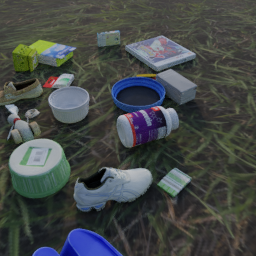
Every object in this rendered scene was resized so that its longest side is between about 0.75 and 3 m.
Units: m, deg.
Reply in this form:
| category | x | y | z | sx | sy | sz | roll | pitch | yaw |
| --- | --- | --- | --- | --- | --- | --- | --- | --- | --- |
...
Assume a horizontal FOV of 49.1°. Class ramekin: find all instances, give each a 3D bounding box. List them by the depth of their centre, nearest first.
| category | x | y | z | sx | sy | sz | roll | pitch | yaw |
| --- | --- | --- | --- | --- | --- | --- | --- | --- | --- |
| ramekin | -2.676 | 1.133 | 8.430 | 1.762 | 0.861 | 1.762 | 0 | 41 | 0 |
| ramekin | -2.225 | -0.858 | 10.797 | 1.525 | 0.800 | 1.525 | 0 | 41 | 0 |

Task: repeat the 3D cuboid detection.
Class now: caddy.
| category | x | y | z | sx | sy | sz | roll | pitch | yaw |
| --- | --- | --- | --- | --- | --- | --- | --- | --- | --- |
| caddy | -0.881 | 3.366 | 5.478 | 2.700 | 1.417 | 1.909 | 32 | 28 | 32 |

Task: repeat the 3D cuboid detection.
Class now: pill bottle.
| category | x | y | z | sx | sy | sz | roll | pitch | yaw |
| --- | --- | --- | --- | --- | --- | --- | --- | --- | --- |
| pill bottle | 0.689 | -0.093 | 9.658 | 1.999 | 1.124 | 1.124 | -16 | 43 | -17 |

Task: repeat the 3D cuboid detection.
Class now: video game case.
| category | x | y | z | sx | sy | sz | roll | pitch | yaw |
| --- | --- | --- | --- | --- | --- | --- | --- | --- | --- |
| video game case | 1.680 | -4.035 | 14.845 | 2.572 | 0.324 | 2.822 | -23 | 46 | -25 |

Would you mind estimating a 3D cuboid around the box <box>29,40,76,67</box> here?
| category | x | y | z | sx | sy | sz | roll | pitch | yaw |
| --- | --- | --- | --- | --- | --- | --- | --- | --- | --- |
| box | -4.000 | -3.855 | 14.442 | 2.375 | 0.566 | 1.448 | 16 | 43 | 18 |

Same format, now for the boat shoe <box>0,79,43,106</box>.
| category | x | y | z | sx | sy | sz | roll | pitch | yaw |
| --- | --- | --- | --- | --- | --- | --- | --- | --- | --- |
| boat shoe | -4.763 | -1.560 | 11.636 | 2.284 | 0.758 | 0.845 | -18 | 44 | -20 |

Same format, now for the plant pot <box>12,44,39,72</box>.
| category | x | y | z | sx | sy | sz | roll | pitch | yaw |
| --- | --- | --- | --- | --- | --- | --- | --- | --- | --- |
| plant pot | -4.917 | -3.355 | 13.577 | 0.922 | 1.016 | 1.011 | 9 | 41 | 1 |

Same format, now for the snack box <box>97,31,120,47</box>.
| category | x | y | z | sx | sy | sz | roll | pitch | yaw |
| --- | --- | --- | --- | --- | --- | --- | --- | --- | --- |
| snack box | -1.075 | -4.992 | 15.644 | 1.251 | 0.727 | 0.232 | -10 | 42 | -12 |

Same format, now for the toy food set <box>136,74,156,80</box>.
| category | x | y | z | sx | sy | sz | roll | pitch | yaw |
| --- | --- | --- | --- | --- | --- | --- | --- | --- | --- |
| toy food set | 0.945 | -2.222 | 12.671 | 1.128 | 0.369 | 0.664 | 1 | 19 | 11 |

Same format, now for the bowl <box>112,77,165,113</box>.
| category | x | y | z | sx | sy | sz | roll | pitch | yaw |
| --- | --- | --- | --- | --- | --- | --- | --- | --- | --- |
| bowl | 0.429 | -1.383 | 11.673 | 2.220 | 0.436 | 2.220 | -1 | 41 | 1 |

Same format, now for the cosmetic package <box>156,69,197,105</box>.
| category | x | y | z | sx | sy | sz | roll | pitch | yaw |
| --- | --- | --- | --- | --- | --- | --- | --- | --- | --- |
| cosmetic package | 2.018 | -1.772 | 11.931 | 0.902 | 0.762 | 1.690 | -22 | 49 | -23 |

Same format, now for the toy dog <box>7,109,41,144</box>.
| category | x | y | z | sx | sy | sz | roll | pitch | yaw |
| --- | --- | --- | --- | --- | --- | --- | --- | --- | --- |
| toy dog | -3.641 | 0.146 | 9.791 | 1.251 | 0.914 | 1.897 | -13 | 28 | -10 |

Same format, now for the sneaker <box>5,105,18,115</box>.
| category | x | y | z | sx | sy | sz | roll | pitch | yaw |
| --- | --- | --- | --- | --- | --- | --- | --- | --- | --- |
| sneaker | -4.460 | -0.668 | 10.933 | 0.393 | 0.345 | 0.980 | -24 | 46 | -29 |

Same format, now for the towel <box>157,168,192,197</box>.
| category | x | y | z | sx | sy | sz | roll | pitch | yaw |
| --- | --- | --- | --- | --- | --- | --- | --- | --- | --- |
| towel | 1.398 | 1.638 | 8.445 | 0.670 | 0.138 | 0.898 | 31 | 51 | 33 |

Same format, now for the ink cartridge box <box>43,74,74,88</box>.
| category | x | y | z | sx | sy | sz | roll | pitch | yaw |
| --- | --- | --- | --- | --- | --- | --- | --- | --- | --- |
| ink cartridge box | -3.160 | -2.152 | 12.711 | 1.158 | 0.290 | 0.932 | 9 | 41 | 8 |

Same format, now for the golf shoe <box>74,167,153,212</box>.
| category | x | y | z | sx | sy | sz | roll | pitch | yaw |
| --- | --- | --- | --- | --- | --- | --- | --- | --- | --- |
| golf shoe | -0.347 | 1.514 | 7.797 | 2.357 | 1.146 | 0.923 | -17 | 43 | -21 |
